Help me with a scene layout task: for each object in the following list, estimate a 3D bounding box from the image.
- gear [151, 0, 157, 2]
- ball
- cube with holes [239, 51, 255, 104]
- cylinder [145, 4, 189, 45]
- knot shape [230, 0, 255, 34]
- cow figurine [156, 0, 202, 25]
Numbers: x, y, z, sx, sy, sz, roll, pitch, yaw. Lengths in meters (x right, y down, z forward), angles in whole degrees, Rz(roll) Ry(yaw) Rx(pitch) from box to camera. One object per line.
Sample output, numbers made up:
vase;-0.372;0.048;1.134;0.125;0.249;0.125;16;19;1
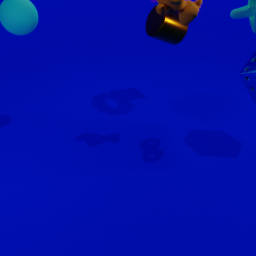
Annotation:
gear;1.350;-3.977;7.389;1.788;0.331;1.788;-15;50;18
ball;-2.634;-2.704;6.762;0.883;0.883;0.883;0;30;0
cube with holes;3.382;-1.231;6.441;0.959;0.959;0.959;-50;27;-19
cylinder;1.244;-3.302;9.003;1.015;1.015;1.015;8;23;-32
knot shape;2.450;-2.343;5.087;0.521;1.056;1.128;26;29;-15
cow figurine;0.959;-2.588;5.627;1.041;1.058;0.581;-27;-2;-41
